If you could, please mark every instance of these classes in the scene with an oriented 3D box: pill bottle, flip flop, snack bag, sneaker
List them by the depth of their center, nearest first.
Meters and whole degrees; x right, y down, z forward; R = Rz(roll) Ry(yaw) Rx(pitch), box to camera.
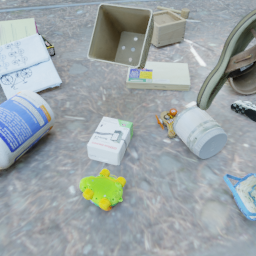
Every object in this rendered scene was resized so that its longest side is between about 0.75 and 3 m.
[{"bbox_3d":[2.790,-1.636,7.199,0.837,2.907,1.179,37,17,27],"label":"flip flop"},{"bbox_3d":[-3.884,0.220,8.825,1.671,1.671,2.981,21,47,22],"label":"pill bottle"},{"bbox_3d":[4.717,-0.714,10.692,0.625,0.523,1.413,-34,53,-29],"label":"sneaker"},{"bbox_3d":[-4.377,-2.529,11.766,2.430,0.276,2.578,-23,80,-14],"label":"snack bag"}]

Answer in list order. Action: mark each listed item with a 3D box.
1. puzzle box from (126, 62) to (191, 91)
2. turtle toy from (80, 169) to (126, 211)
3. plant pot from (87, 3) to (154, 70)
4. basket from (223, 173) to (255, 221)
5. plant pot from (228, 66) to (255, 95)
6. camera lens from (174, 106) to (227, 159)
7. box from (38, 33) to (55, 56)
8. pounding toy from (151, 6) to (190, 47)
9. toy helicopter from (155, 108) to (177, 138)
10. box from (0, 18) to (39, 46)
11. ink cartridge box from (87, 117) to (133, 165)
[{"bbox_3d":[1.350,-2.380,12.630,2.769,0.352,1.843,4,43,4],"label":"puzzle box"},{"bbox_3d":[-0.757,1.742,7.854,1.443,0.729,1.052,23,51,24],"label":"turtle toy"},{"bbox_3d":[-0.040,-2.824,9.267,1.779,1.777,1.575,15,3,18],"label":"plant pot"},{"bbox_3d":[3.282,1.832,7.431,1.411,0.982,1.244,21,33,-30],"label":"basket"},{"bbox_3d":[4.890,-2.468,11.973,1.768,1.768,1.542,-5,25,-6],"label":"plant pot"},{"bbox_3d":[2.347,0.106,9.285,1.224,1.224,1.530,-18,47,-19],"label":"camera lens"},{"bbox_3d":[-5.117,-4.196,14.466,1.860,0.575,2.329,-26,49,-24],"label":"box"},{"bbox_3d":[2.199,-5.751,15.605,2.829,1.294,2.485,-19,46,-20],"label":"pounding toy"},{"bbox_3d":[1.439,-0.151,10.149,0.808,0.482,1.222,-2,49,-5],"label":"toy helicopter"},{"bbox_3d":[-5.185,-3.616,12.657,2.362,1.142,2.077,-11,82,-12],"label":"box"},{"bbox_3d":[-0.565,0.402,9.389,1.098,0.634,1.510,12,44,13],"label":"ink cartridge box"}]
